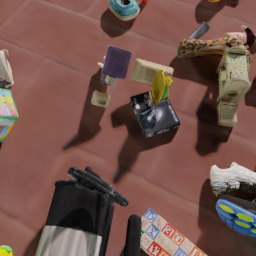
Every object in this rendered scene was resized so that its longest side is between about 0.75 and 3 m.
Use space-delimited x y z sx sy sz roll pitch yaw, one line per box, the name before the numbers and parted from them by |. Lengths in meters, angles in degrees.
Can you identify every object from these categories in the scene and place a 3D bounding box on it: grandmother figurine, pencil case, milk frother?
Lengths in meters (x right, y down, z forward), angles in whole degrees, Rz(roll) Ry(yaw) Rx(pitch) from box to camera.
grandmother figurine | 4.120 -3.184 9.878 1.428 0.432 0.866 -3 96 -5
pencil case | -4.911 -1.476 8.547 2.831 1.101 1.266 -21 86 -10
milk frother | -1.027 2.248 5.615 2.341 2.594 2.440 -1 60 21

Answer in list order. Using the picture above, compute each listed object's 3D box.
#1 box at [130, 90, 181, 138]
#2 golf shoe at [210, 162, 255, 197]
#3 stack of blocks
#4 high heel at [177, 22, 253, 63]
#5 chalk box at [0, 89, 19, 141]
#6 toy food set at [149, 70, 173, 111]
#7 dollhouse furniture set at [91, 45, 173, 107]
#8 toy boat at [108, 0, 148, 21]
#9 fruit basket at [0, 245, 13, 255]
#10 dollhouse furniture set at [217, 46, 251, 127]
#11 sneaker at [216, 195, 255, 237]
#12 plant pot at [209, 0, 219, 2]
box | 0.799 -0.483 8.488 1.116 0.303 1.393 -16 63 -8
golf shoe | 3.063 1.247 7.355 1.819 0.712 0.884 -1 54 -4
stack of blocks | 0.889 2.927 6.536 1.855 0.543 1.068 37 68 18
high heel | 2.828 -2.424 9.345 2.252 0.804 1.605 41 78 19
chalk box | -3.670 -0.452 7.558 0.994 1.606 0.999 3 55 -45
toy food set | 0.978 -1.110 7.979 0.409 1.252 0.736 -4 62 -15
dollhouse furniture set | 0.073 -1.557 9.148 2.333 1.849 1.656 10 18 -19
toy boat | 0.097 -4.835 10.529 1.681 0.781 1.413 -31 66 -15
fruit basket | -3.070 3.201 5.864 1.131 1.568 1.568 5 62 3
dollhouse furniture set | 3.761 -1.183 8.361 1.873 1.178 2.118 6 62 3
sneaker | 3.492 2.040 6.887 2.725 0.966 1.129 7 51 1
plant pot | 3.569 -5.361 10.858 0.762 0.833 0.833 -16 62 -27
